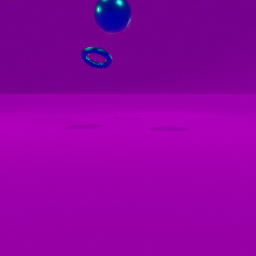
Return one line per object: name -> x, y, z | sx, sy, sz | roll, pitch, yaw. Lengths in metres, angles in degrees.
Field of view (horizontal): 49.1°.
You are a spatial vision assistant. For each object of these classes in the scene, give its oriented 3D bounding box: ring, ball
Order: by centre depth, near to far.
ball -> -0.385, -2.881, 7.047 | 0.958, 0.958, 0.958 | 0, 8, 0
ring -> -1.127, -2.506, 10.043 | 1.148, 0.230, 1.148 | 9, -21, 3
